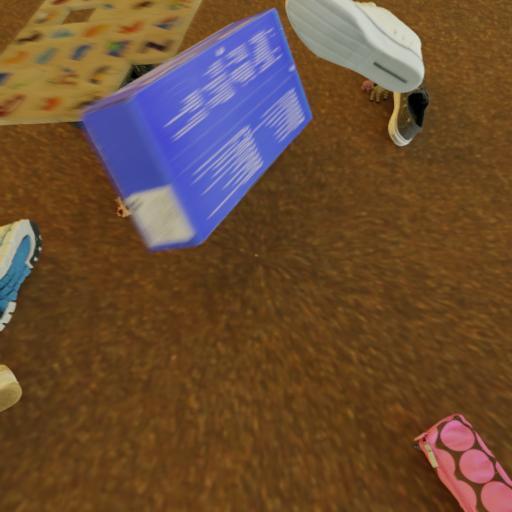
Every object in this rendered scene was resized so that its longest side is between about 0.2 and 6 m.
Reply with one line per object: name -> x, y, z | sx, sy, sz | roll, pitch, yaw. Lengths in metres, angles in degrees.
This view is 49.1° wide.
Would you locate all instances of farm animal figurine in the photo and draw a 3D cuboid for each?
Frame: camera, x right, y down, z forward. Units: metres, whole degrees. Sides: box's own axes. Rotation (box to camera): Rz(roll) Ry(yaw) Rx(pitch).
farm animal figurine -> 3.160, -4.178, 12.818 | 1.445, 0.762, 1.461 | 4, 49, 3

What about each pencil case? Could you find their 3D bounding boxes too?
pencil case -> 2.633, 2.773, 6.742 | 0.761, 0.737, 1.625 | 7, 37, -40

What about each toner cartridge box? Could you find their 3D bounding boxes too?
toner cartridge box -> -0.458, -1.740, 6.988 | 0.767, 1.687, 3.551 | -5, 31, 32

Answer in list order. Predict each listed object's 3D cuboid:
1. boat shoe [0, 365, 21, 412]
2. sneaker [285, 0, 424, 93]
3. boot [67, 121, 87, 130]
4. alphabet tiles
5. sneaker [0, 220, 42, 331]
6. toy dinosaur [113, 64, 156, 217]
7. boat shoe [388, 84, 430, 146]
boat shoe -> -4.107, 1.990, 7.519 | 1.731, 0.638, 0.599 | -19, 48, -28
sneaker -> 1.624, -3.668, 9.127 | 2.762, 1.008, 0.978 | 23, 59, -31
boot -> -3.695, -3.580, 12.400 | 1.501, 0.796, 2.280 | 26, 43, 25
alphabet tiles -> -2.427, -3.099, 8.201 | 2.944, 0.133, 3.521 | 2, 52, 16
sneaker -> -4.326, 0.408, 8.857 | 1.032, 0.892, 2.381 | -2, 44, 15
toy dinosaur -> -1.159, -2.467, 10.532 | 3.144, 2.366, 4.632 | 30, 32, 4
boat shoe -> 3.324, -3.233, 11.833 | 0.749, 0.709, 2.142 | 39, 51, -18
